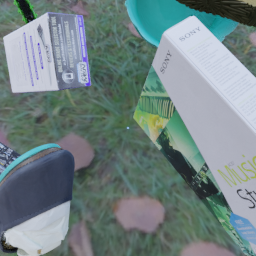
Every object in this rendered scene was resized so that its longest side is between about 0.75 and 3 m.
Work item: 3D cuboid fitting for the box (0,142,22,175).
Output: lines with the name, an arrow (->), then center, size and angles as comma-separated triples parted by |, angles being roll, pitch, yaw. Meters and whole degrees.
box -> -2.096, 0.780, 4.841 | 0.982, 0.244, 0.774 | 34, 73, -9

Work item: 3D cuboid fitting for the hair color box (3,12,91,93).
hair color box -> -1.639, -1.328, 5.404 | 0.719, 1.213, 2.219 | -14, 14, -37

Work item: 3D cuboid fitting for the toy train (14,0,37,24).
toy train -> -2.598, -3.138, 6.813 | 0.401, 1.924, 0.542 | -23, 75, -8

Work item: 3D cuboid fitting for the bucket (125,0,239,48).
bucket -> 1.221, -2.905, 6.303 | 2.541, 2.541, 1.653 | 4, 19, 3

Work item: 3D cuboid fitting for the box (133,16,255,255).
box -> 1.111, 0.346, 3.137 | 0.471, 1.869, 2.589 | -32, 75, -19

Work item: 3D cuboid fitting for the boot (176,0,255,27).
boot -> 1.989, -3.257, 5.001 | 2.184, 0.825, 2.493 | 26, 84, 4

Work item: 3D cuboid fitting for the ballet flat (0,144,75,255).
ballet flat -> -1.169, 1.080, 3.423 | 0.981, 2.686, 0.981 | 17, 56, -26
